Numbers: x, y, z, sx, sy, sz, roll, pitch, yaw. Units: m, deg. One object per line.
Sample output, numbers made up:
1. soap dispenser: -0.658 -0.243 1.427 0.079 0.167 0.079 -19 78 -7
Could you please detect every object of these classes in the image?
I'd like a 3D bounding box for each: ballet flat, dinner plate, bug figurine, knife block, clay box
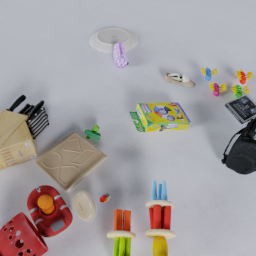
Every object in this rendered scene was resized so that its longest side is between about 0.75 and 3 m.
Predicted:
1. ballet flat: 2.111 -1.976 11.402 1.332 0.448 0.454 12 47 11
2. dinner plate: -0.715 -4.474 13.964 2.467 0.299 2.467 0 47 0
3. bug figurine: 3.912 -1.838 11.201 2.056 0.529 1.594 7 54 3
4. knife block: -3.954 0.061 9.105 2.858 0.914 2.509 -19 48 -17
5. clay box: 1.072 -0.391 9.628 1.866 0.444 1.072 -3 44 -21

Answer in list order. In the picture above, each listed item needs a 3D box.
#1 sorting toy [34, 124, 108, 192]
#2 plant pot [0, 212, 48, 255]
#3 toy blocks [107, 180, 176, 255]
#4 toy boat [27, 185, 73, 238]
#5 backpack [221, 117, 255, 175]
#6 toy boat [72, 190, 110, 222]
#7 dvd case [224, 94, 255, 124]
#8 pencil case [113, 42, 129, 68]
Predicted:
1. sorting toy: -1.484 0.796 8.776 1.761 0.351 2.382 30 56 32
2. plant pot: -2.550 2.688 6.428 1.022 1.122 1.122 -37 56 -23
3. toy blocks: 0.307 2.255 6.654 1.649 0.718 1.978 -9 54 18
4. toy boat: -2.065 2.021 7.189 0.914 0.915 1.401 -27 51 -24
5. backpack: 3.873 0.465 8.479 1.184 1.561 1.871 42 53 9
6. toy boat: -0.955 1.991 7.401 1.005 0.467 0.845 -22 82 13
7. dvd case: 4.224 -0.710 10.136 1.247 0.154 0.937 -23 64 -28
8. pencil case: -0.353 -3.256 12.543 0.587 0.598 1.400 -6 45 -5
